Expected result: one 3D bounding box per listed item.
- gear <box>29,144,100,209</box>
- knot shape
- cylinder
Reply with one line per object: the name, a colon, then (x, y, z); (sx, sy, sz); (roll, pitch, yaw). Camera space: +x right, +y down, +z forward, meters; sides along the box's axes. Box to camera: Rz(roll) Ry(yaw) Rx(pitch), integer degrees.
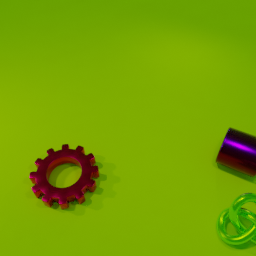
gear: (-1.655, 1.231, 7.381); (1.752, 0.324, 1.752); (-1, 51, 1)
knot shape: (2.637, 2.015, 6.220); (1.282, 1.200, 0.592); (9, 10, 30)
cylinder: (3.032, 0.636, 7.506); (1.049, 1.049, 1.049); (22, 51, 19)
